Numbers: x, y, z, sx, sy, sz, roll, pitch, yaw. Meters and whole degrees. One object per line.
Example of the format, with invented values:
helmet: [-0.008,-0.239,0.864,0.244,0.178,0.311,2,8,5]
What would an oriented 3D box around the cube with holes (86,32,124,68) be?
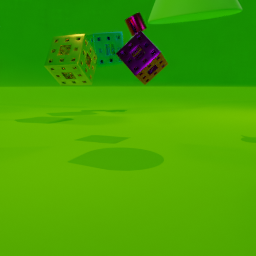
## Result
cube with holes: [-1.007,-3.175,11.471,1.251,1.251,1.251,-14,16,-27]

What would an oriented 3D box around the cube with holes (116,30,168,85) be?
cube with holes: [0.333,-1.559,6.318,0.730,0.730,0.730,-41,-19,11]

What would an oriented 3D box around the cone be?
cone: [1.013,-2.569,4.473,1.522,1.528,1.522,-6,16,2]

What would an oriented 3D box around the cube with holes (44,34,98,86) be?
cube with holes: [-1.904,-2.292,9.616,1.203,1.203,1.203,1,-24,17]

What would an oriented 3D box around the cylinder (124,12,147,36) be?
cylinder: [0.354,-4.665,12.609,0.785,0.785,0.785,-25,16,8]
